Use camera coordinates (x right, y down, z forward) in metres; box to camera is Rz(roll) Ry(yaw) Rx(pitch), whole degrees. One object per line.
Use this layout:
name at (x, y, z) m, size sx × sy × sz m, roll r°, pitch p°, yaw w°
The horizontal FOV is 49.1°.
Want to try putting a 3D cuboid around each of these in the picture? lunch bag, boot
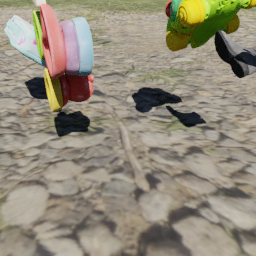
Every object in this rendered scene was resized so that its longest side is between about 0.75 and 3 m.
lunch bag at (-2.836, -2.556, 8.370) m, size 1.530 × 0.735 × 1.907 m, roll 24°, pitch 16°, yaw -45°
boot at (2.446, -1.630, 5.930) m, size 0.831 × 0.441 × 1.262 m, roll -20°, pitch 68°, yaw -9°

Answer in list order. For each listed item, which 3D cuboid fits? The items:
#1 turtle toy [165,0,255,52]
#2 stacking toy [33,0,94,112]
turtle toy at (1.574, -2.601, 6.252) m, size 1.843 × 2.529 × 1.278 m, roll -21°, pitch 81°, yaw -13°
stacking toy at (-1.297, -1.771, 5.965) m, size 1.064 × 2.520 × 2.281 m, roll -11°, pitch 76°, yaw -20°
